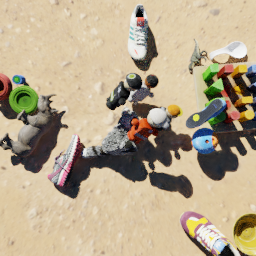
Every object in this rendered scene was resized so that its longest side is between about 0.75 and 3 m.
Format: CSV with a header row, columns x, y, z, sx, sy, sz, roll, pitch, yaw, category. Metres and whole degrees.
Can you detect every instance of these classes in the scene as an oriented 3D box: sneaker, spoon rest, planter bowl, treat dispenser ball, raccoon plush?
x,y,z,sx,sy,sz,roll,pitch,yaw,category
2.893,-0.451,10.318,1.626,0.637,0.536,-38,61,24,sneaker
4.355,-3.280,12.051,1.574,0.477,0.782,-13,81,-1,spoon rest
4.640,3.995,10.706,1.527,0.636,1.527,0,80,0,planter bowl
2.968,0.489,10.835,1.011,1.011,1.011,0,80,0,treat dispenser ball
3.095,4.069,10.419,2.581,1.163,0.967,37,82,6,sneaker
0.430,-4.070,11.859,0.836,1.110,2.374,2,80,0,sneaker
-2.481,1.215,11.081,0.796,0.860,2.133,21,81,6,sneaker
-0.673,0.152,11.148,2.610,1.263,1.748,-5,72,-1,raccoon plush

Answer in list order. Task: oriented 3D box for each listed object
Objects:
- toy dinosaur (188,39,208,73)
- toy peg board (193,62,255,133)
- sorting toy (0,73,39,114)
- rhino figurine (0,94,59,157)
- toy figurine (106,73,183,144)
x,y,z,sx,sy,sz,roll,pitch,yaw,category
3.057,-3.138,12.095,0.710,0.382,1.611,11,77,9,toy dinosaur
4.285,-1.330,11.165,2.833,1.392,2.845,-5,84,-1,toy peg board
-4.674,-1.550,11.640,2.326,0.955,1.398,28,97,-7,sorting toy
-3.793,-0.160,11.241,1.308,0.894,2.991,38,80,-22,rhino figurine
0.678,-0.863,10.479,1.678,2.374,2.412,-41,77,34,toy figurine
